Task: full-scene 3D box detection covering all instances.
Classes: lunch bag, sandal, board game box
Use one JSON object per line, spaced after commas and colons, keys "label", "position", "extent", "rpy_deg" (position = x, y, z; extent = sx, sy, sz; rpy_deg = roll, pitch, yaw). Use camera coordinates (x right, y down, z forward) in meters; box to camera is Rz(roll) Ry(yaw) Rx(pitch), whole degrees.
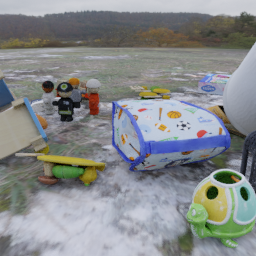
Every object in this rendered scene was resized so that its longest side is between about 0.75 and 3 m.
{"label": "lunch bag", "position": [0.816, 0.154, 6.439], "extent": [2.031, 1.479, 2.389], "rpy_deg": [-5, 13, -17]}
{"label": "sandal", "position": [3.029, -0.322, 8.786], "extent": [2.768, 0.747, 1.112], "rpy_deg": [14, 24, 34]}
{"label": "board game box", "position": [5.311, -2.215, 14.308], "extent": [2.910, 0.600, 2.917], "rpy_deg": [8, 21, 22]}

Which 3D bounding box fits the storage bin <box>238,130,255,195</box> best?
{"label": "storage bin", "position": [3.141, 0.675, 5.230], "extent": [1.863, 1.259, 0.873], "rpy_deg": [-8, 21, -21]}

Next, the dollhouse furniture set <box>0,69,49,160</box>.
{"label": "dollhouse furniture set", "position": [-3.487, 0.121, 7.132], "extent": [2.342, 2.480, 1.619], "rpy_deg": [-29, -12, -16]}

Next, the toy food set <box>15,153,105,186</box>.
{"label": "toy food set", "position": [-1.350, 0.896, 5.846], "extent": [1.727, 0.564, 1.016], "rpy_deg": [6, -4, 10]}

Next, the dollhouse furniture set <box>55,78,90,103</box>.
{"label": "dollhouse furniture set", "position": [-2.410, -1.638, 12.761], "extent": [1.673, 0.871, 1.691], "rpy_deg": [17, 23, 12]}

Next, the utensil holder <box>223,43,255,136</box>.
{"label": "utensil holder", "position": [3.845, -1.080, 6.701], "extent": [2.483, 2.483, 2.921], "rpy_deg": [3, -12, 7]}

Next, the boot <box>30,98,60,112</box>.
{"label": "boot", "position": [-3.114, -0.989, 10.995], "extent": [1.405, 0.511, 0.635], "rpy_deg": [-8, 26, -19]}

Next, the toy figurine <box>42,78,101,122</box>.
{"label": "toy figurine", "position": [-2.104, -1.186, 10.298], "extent": [1.924, 1.339, 1.895], "rpy_deg": [-18, 27, -40]}

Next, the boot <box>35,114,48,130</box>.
{"label": "boot", "position": [-3.744, -0.162, 7.980], "extent": [2.481, 0.951, 1.926], "rpy_deg": [14, 25, 27]}

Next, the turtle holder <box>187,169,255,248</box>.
{"label": "turtle holder", "position": [1.375, 1.175, 4.354], "extent": [1.284, 0.912, 0.975], "rpy_deg": [-4, 21, -12]}

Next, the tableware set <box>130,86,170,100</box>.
{"label": "tableware set", "position": [1.156, -1.505, 12.759], "extent": [1.772, 0.404, 2.631], "rpy_deg": [-2, 18, -15]}
